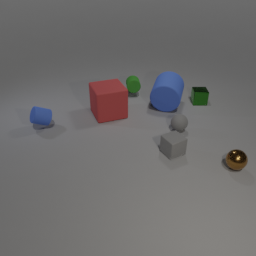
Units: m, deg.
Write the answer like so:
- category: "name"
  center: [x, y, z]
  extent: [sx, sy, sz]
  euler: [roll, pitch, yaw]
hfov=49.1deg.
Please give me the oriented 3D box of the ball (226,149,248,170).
- category: "ball"
  center: [3.645, 1.062, 9.401]
  extent: [0.700, 0.700, 0.700]
  euler: [0, 32, 0]

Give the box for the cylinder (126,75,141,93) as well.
- category: "cylinder"
  center: [0.264, -2.233, 14.257]
  extent: [0.700, 0.700, 0.700]
  euler: [-2, 30, -4]

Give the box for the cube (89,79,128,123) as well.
- category: "cube"
  center: [-0.878, -1.241, 12.526]
  extent: [1.400, 1.400, 1.400]
  euler: [-11, 33, -17]

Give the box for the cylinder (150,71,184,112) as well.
- category: "cylinder"
  center: [1.839, -1.710, 13.094]
  extent: [1.400, 1.400, 1.400]
  euler: [8, 41, 13]

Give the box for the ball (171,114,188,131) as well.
- category: "ball"
  center: [2.101, -0.232, 11.461]
  extent: [0.700, 0.700, 0.700]
  euler: [0, 32, 0]

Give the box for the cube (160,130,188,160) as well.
- category: "cube"
  center: [1.647, 0.616, 10.195]
  extent: [0.700, 0.700, 0.700]
  euler: [-17, 36, -25]

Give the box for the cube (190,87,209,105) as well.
- category: "cube"
  center: [3.505, -1.565, 13.725]
  extent: [0.700, 0.700, 0.700]
  euler: [0, 32, 0]

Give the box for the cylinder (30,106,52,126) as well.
- category: "cylinder"
  center: [-3.598, -0.493, 11.564]
  extent: [0.700, 0.700, 0.700]
  euler: [11, 22, -36]
